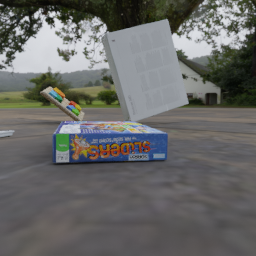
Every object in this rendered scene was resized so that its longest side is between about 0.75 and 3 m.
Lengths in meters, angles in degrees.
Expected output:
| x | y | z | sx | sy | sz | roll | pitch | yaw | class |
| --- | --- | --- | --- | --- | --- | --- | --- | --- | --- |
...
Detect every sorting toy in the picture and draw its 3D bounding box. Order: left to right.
| x | y | z | sx | sy | sz | roll | pitch | yaw | class |
| --- | --- | --- | --- | --- | --- | --- | --- | --- | --- |
| -2.007 | -0.797 | 8.942 | 1.473 | 0.290 | 1.592 | 39 | 5 | -12 | sorting toy |

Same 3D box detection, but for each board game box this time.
| x | y | z | sx | sy | sz | roll | pitch | yaw | class |
| --- | --- | --- | --- | --- | --- | --- | --- | --- | --- |
| -0.322 | 0.116 | 3.722 | 1.206 | 0.307 | 1.782 | 0 | 5 | -10 | board game box |

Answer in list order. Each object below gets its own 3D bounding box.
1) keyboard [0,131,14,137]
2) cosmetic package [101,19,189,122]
| x | y | z | sx | sy | sz | roll | pitch | yaw | class |
| --- | --- | --- | --- | --- | --- | --- | --- | --- | --- |
| -2.785 | 0.173 | 4.426 | 0.611 | 0.116 | 2.172 | 2 | 5 | 18 | keyboard |
| 0.566 | -1.794 | 8.952 | 2.111 | 2.800 | 0.723 | -19 | 9 | -19 | cosmetic package |
